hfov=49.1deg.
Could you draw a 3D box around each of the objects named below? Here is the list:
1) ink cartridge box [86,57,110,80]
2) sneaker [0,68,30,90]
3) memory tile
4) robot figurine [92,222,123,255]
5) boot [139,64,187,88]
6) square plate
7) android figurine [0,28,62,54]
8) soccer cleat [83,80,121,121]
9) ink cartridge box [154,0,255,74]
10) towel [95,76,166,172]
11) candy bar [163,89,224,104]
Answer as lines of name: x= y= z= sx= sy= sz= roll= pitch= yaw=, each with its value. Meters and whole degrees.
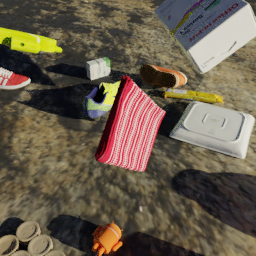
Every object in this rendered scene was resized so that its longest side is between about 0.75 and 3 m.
ink cartridge box: x=-1.338 y=-2.679 z=12.601 sx=1.017 sy=0.746 sz=0.422 roll=-22 pitch=45 yaw=-27
sneaker: x=-5.360 y=-2.354 z=11.720 sx=2.309 sy=1.298 sz=0.822 roll=-1 pitch=37 yaw=-1
memory tile: x=-2.459 y=2.959 z=5.708 sx=1.606 sy=0.176 sz=2.095 roll=29 pitch=47 yaw=33
robot figurine: x=-0.451 y=2.436 z=6.175 sx=0.553 sy=0.448 sz=0.768 roll=0 pitch=31 yaw=43
boot: x=1.502 y=-2.256 z=12.179 sx=2.142 sy=0.804 sz=1.148 roll=28 pitch=31 yaw=35
square plate: x=2.969 y=-0.125 z=9.609 sx=2.437 sy=0.347 sz=2.414 roll=17 pitch=40 yaw=21
android figurine: x=-2.953 y=-2.445 z=7.844 sx=2.140 sy=0.439 sz=1.948 roll=4 pitch=19 yaw=-33
soccer cleat: x=-0.672 y=-1.293 z=10.471 sx=0.874 sy=1.130 sz=2.702 roll=21 pitch=42 yaw=25
ink cartridge box: x=2.483 y=-3.603 z=9.390 sx=2.159 sy=1.252 sz=2.982 roll=-36 pitch=47 yaw=15
towel: x=0.147 y=0.054 z=5.258 sx=0.229 sy=2.036 sz=1.472 roll=17 pitch=84 yaw=27
candy bar: x=2.582 y=-1.278 z=11.170 sx=2.398 sy=0.266 sz=0.598 roll=8 pitch=34 yaw=11
